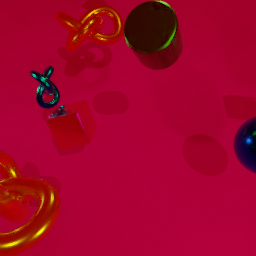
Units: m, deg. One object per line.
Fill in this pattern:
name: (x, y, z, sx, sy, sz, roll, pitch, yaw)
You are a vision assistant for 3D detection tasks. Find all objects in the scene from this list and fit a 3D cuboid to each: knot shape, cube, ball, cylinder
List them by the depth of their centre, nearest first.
knot shape: (-1.597, 0.774, 3.411, 1.602, 1.499, 0.740, 25, 91, -6)
cylinder: (0.458, -1.538, 4.776, 0.876, 0.876, 0.876, -2, 83, 16)
ball: (2.778, 0.346, 5.625, 1.238, 1.238, 1.238, 0, 56, 0)
cube: (-1.198, -0.073, 6.105, 0.745, 0.745, 0.745, -12, 25, 14)
knot shape: (-2.004, -0.975, 6.886, 0.503, 1.018, 1.088, -8, 20, -1)
knot shape: (-1.297, -2.983, 8.264, 1.910, 0.943, 2.041, 24, 45, 33)
